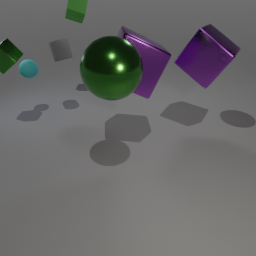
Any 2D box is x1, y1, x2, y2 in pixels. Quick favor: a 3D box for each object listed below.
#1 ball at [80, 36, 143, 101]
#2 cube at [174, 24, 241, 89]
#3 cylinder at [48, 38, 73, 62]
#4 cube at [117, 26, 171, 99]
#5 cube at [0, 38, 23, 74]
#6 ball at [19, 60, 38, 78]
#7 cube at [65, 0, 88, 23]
[{"bbox_3d":[-0.364,-1.312,6.219,1.400,1.400,1.400,0,30,0],"label":"ball"},{"bbox_3d":[2.675,-2.431,9.413,1.400,1.400,1.400,42,36,5],"label":"cube"},{"bbox_3d":[-2.442,-2.841,10.182,0.700,0.700,0.700,-14,18,4],"label":"cylinder"},{"bbox_3d":[0.205,-1.926,8.154,1.400,1.400,1.400,21,23,-15],"label":"cube"},{"bbox_3d":[-3.988,-2.331,9.084,0.700,0.700,0.700,-31,29,25],"label":"cube"},{"bbox_3d":[-3.757,-2.232,10.597,0.700,0.700,0.700,0,30,0],"label":"ball"},{"bbox_3d":[-1.998,-4.620,10.842,0.700,0.700,0.700,12,-13,-17],"label":"cube"}]
